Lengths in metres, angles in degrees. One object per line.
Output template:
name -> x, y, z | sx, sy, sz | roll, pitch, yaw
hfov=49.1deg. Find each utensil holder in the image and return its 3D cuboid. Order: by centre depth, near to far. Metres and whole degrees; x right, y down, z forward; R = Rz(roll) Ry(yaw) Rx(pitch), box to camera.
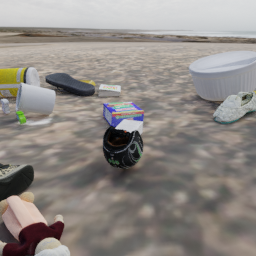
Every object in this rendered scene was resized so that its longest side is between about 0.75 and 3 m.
utensil holder -> -2.568, -0.780, 7.785 | 0.908, 0.772, 0.772 | 9, 13, -30

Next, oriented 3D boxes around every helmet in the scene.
helmet -> -0.078, 0.351, 4.985 | 0.771, 0.735, 0.771 | -8, 55, 12

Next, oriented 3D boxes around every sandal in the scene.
sandal -> -2.337, -1.601, 10.844 | 2.467, 0.528, 0.938 | 26, 38, 33

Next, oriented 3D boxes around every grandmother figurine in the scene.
grandmother figurine -> -1.100, 1.194, 3.202 | 0.827, 0.413, 1.364 | -26, 29, -33

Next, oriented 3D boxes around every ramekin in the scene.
ramekin -> 3.369, -1.803, 9.737 | 2.400, 1.117, 2.400 | -12, 24, 5

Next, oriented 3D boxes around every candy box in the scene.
candy box -> -0.148, -0.388, 7.501 | 0.862, 0.393, 1.020 | -5, 22, -17

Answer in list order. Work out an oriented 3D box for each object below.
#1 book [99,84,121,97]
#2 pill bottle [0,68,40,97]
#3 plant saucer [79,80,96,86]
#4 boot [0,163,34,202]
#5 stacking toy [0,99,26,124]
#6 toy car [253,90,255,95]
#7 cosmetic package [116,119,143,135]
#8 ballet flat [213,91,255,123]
book -> -0.675, -1.422, 10.594 | 0.797, 0.287, 1.192 | 3, 18, -3
pill bottle -> -4.127, -1.613, 9.932 | 1.734, 0.991, 0.991 | -2, 20, 2
plant saucer -> -1.892, -1.846, 11.744 | 0.941, 0.228, 0.941 | 2, 20, 4
boot -> -2.182, 0.822, 4.094 | 1.004, 0.480, 1.330 | 6, 15, 22
stacking toy -> -3.580, -0.254, 7.198 | 1.382, 0.431, 1.834 | -17, 28, -35
toy car -> 4.001, -1.289, 9.971 | 1.134, 0.269, 1.205 | -6, 26, 20
cosmetic package -> -0.040, 0.148, 6.164 | 0.492, 0.302, 1.192 | 6, 21, 16
ballet flat -> 3.065, -0.674, 7.931 | 2.005, 0.719, 0.719 | -19, 28, -41
